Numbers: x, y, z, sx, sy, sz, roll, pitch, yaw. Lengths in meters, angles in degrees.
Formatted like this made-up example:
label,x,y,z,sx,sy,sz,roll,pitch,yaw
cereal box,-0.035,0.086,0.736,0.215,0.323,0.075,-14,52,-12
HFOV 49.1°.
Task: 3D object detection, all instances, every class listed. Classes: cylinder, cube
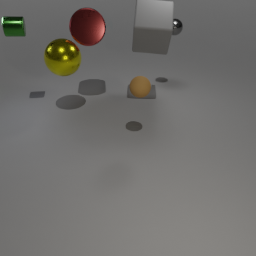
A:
label,x,y,z,sx,sy,sz,roll,pitch,yaw
cylinder,-4.171,-3.724,10.289,0.700,0.700,0.700,-4,32,-12
cylinder,-1.613,-4.081,11.371,1.400,1.400,1.400,-3,19,-5
cube,0.931,-3.854,10.751,1.400,1.400,1.400,5,67,1

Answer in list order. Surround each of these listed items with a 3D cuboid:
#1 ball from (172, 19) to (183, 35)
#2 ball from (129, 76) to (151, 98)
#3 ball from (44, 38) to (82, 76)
label,x,y,z,sx,sy,sz,roll,pitch,yaw
ball,2.070,-4.459,12.381,0.700,0.700,0.700,0,31,0
ball,0.396,-1.336,9.089,0.700,0.700,0.700,0,31,0
ball,-2.472,-2.672,10.639,1.400,1.400,1.400,0,31,0
